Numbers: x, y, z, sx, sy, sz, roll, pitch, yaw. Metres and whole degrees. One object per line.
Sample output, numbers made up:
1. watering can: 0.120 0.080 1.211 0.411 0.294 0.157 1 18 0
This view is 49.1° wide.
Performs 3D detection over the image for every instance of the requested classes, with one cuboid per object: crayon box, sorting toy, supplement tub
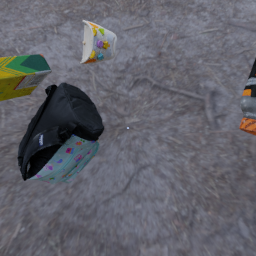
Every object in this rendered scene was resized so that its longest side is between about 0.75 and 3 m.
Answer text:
1. crayon box: -3.119 -1.121 6.748 2.168 1.376 0.551 -26 87 -50
2. sorting toy: -0.753 -2.380 7.988 0.624 1.169 1.052 18 18 42
3. supplement tub: 3.472 -1.063 5.898 1.686 1.686 2.752 19 93 11

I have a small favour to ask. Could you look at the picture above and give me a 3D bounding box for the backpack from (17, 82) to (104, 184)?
1. backpack: -1.385 0.285 5.670 1.249 1.974 1.647 23 26 -35
